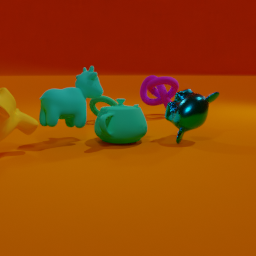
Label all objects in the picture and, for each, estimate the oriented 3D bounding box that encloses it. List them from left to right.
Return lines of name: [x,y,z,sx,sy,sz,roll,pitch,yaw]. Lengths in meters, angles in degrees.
monkey head: [-2.474,-0.067,5.395,1.287,1.789,1.078,35,39,-21]
cow figurine: [-1.325,-0.758,6.565,1.540,1.516,0.846,3,0,-41]
ring: [-0.769,-0.651,9.273,1.083,1.083,0.217,4,51,20]
teapot: [-0.144,-0.208,6.784,1.287,1.014,2.071,4,10,24]
knot shape: [1.264,-1.185,10.383,0.804,1.628,1.740,-45,17,-23]
monkey head: [1.504,-0.334,6.827,0.935,1.552,1.116,39,-3,31]
